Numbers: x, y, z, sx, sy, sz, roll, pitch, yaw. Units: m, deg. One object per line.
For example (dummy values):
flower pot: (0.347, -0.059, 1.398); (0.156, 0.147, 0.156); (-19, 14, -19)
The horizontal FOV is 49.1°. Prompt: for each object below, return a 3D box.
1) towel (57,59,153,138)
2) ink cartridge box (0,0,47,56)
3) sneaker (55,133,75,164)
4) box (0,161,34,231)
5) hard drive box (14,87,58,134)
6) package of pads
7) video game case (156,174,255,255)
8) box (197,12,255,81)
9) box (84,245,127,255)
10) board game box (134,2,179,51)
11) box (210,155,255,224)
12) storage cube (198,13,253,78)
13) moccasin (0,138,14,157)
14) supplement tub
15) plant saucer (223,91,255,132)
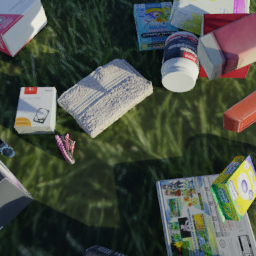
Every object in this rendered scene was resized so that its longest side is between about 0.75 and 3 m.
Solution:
towel: (-0.668, -1.062, 8.885); (2.675, 0.461, 1.773); (-40, 69, -18)
ink cartridge box: (-4.688, -4.084, 10.003); (2.752, 1.161, 1.992); (28, 67, 13)
sneaker: (-1.729, 0.560, 8.154); (0.483, 0.400, 1.014); (-23, 66, -23)
box: (-3.649, 1.251, 6.823); (2.067, 2.084, 1.284); (41, 70, 17)
hard drive box: (-2.778, -0.537, 8.581); (1.076, 0.530, 1.381); (-2, 63, -2)
package of pads: (2.933, -4.217, 10.007); (2.691, 0.918, 2.079); (17, 63, -4)
video game case: (2.004, 2.445, 7.239); (2.207, 0.266, 2.421); (-6, 64, -3)
box: (2.607, -1.985, 6.923); (1.550, 0.991, 0.844); (-24, 74, 6)
box: (0.147, 3.854, 5.745); (2.659, 1.423, 1.973); (16, 72, 8)
board game box: (1.024, -3.746, 10.239); (1.429, 0.444, 1.893); (-6, 64, -3)
box: (2.143, 1.197, 5.561); (1.403, 0.339, 0.823); (-30, 101, -40)
storage cube: (3.109, -2.605, 9.021); (1.526, 1.698, 1.451); (3, 64, 9)
moccasin: (-3.678, 0.553, 8.174); (0.819, 0.279, 0.329); (34, 68, 16)
supplement tub: (1.695, -2.127, 9.016); (1.166, 1.166, 1.662); (9, 63, 4)
plant saucer: (3.070, -0.559, 6.357); (1.903, 1.899, 0.349); (-35, 71, 11)
